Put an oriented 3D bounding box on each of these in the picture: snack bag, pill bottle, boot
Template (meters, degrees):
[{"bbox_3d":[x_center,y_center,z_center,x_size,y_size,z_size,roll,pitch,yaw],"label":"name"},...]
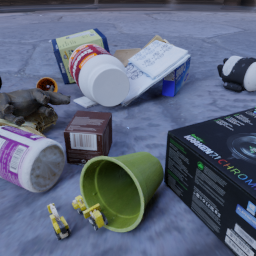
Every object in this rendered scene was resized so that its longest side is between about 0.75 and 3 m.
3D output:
[{"bbox_3d":[0.521,-2.190,10.518,2.904,0.311,2.738,-37,32,1],"label":"snack bag"},{"bbox_3d":[-2.479,0.582,6.130,2.005,1.125,1.125,15,32,26],"label":"pill bottle"},{"bbox_3d":[-1.036,-1.900,9.956,1.683,1.683,2.980,-10,29,-18],"label":"pill bottle"},{"bbox_3d":[-2.471,-0.042,7.689,2.047,0.745,1.591,16,32,33],"label":"boot"}]

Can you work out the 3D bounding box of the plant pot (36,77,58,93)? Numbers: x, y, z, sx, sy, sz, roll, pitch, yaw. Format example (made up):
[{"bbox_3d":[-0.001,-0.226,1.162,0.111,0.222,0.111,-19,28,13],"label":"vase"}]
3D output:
[{"bbox_3d":[-2.993,-1.518,10.434,0.753,0.753,0.690,-6,13,-11],"label":"plant pot"}]

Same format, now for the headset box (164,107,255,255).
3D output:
[{"bbox_3d":[2.627,0.833,5.402,2.938,1.363,2.558,-13,32,-23],"label":"headset box"}]

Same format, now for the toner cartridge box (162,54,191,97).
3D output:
[{"bbox_3d":[1.951,-2.152,11.118,0.495,1.088,2.291,13,32,21],"label":"toner cartridge box"}]

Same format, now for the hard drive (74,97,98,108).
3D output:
[{"bbox_3d":[-1.492,-0.906,9.871,0.499,0.096,0.757,-25,38,-38],"label":"hard drive"}]

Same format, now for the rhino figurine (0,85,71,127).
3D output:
[{"bbox_3d":[-2.502,-0.712,7.564,1.063,0.727,2.432,22,28,32],"label":"rhino figurine"}]

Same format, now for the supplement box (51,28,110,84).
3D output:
[{"bbox_3d":[-2.028,-3.188,12.209,2.179,1.464,2.181,-18,32,-8],"label":"supplement box"}]

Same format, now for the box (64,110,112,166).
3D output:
[{"bbox_3d":[-0.936,0.235,6.930,0.940,0.931,1.133,4,29,7],"label":"box"}]

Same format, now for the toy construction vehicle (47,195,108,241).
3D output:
[{"bbox_3d":[-0.955,1.532,5.052,0.889,0.360,1.021,-22,25,-20],"label":"toy construction vehicle"}]

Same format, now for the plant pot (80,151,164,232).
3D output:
[{"bbox_3d":[0.040,1.022,5.344,1.383,1.383,1.313,19,22,30],"label":"plant pot"}]

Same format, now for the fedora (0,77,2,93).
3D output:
[{"bbox_3d":[-4.174,-0.418,7.552,1.113,2.437,2.437,42,39,5],"label":"fedora"}]

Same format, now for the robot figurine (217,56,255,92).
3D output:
[{"bbox_3d":[4.502,-2.149,11.054,1.193,1.437,1.912,1,21,-42],"label":"robot figurine"}]

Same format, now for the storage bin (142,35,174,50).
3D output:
[{"bbox_3d":[1.197,-3.153,12.329,1.693,0.799,1.705,-44,27,13],"label":"storage bin"}]

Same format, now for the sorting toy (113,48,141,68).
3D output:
[{"bbox_3d":[-0.403,-3.036,12.869,1.641,0.323,1.773,9,49,39],"label":"sorting toy"}]
